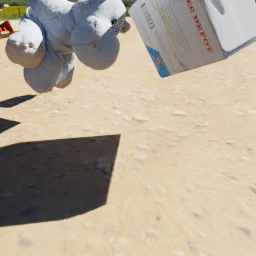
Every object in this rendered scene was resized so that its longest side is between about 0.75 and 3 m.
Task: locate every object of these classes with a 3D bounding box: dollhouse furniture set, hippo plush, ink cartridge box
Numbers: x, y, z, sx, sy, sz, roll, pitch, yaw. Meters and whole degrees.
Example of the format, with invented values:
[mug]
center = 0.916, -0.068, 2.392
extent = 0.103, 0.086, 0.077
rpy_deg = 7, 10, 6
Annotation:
[dollhouse furniture set]
center = -2.162, -1.935, 4.477
extent = 0.960, 0.950, 0.495
rpy_deg = -17, 16, 24
[hippo plush]
center = -1.104, -2.167, 6.542
extent = 2.317, 2.882, 2.296
rpy_deg = 1, -18, 14
[ink cartridge box]
center = 1.440, -2.595, 6.725
extent = 1.269, 2.167, 2.999
rpy_deg = -31, 12, -14

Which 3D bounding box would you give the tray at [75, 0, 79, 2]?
[tray]
center = -1.279, -3.857, 9.103
extent = 0.383, 1.019, 2.066
rpy_deg = -6, 65, -26
